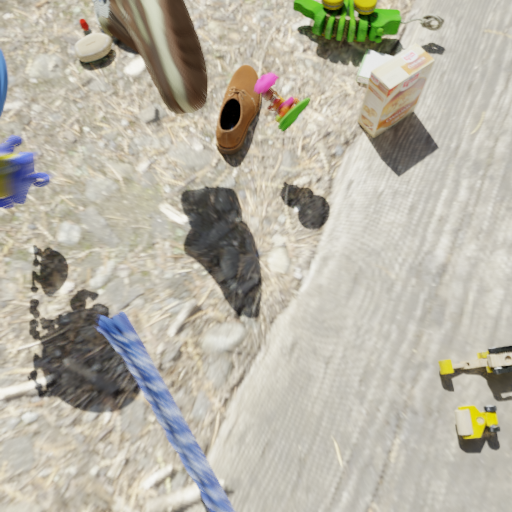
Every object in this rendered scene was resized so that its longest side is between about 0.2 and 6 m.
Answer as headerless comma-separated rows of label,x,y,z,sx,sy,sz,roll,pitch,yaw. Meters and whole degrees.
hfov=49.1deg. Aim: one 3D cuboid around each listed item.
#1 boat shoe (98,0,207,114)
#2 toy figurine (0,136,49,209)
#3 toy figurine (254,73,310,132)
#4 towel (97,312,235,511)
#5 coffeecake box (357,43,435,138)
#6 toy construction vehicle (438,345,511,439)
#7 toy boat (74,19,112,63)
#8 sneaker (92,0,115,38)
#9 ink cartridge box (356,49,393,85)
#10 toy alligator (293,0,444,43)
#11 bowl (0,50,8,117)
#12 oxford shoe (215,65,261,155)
boat shoe,-1.668,-3.482,8.278,1.189,1.187,3.214,-19,81,19
toy figurine,-3.795,-1.156,8.449,1.455,1.281,2.428,0,44,-3
toy figurine,0.360,-2.754,9.818,0.731,0.974,0.896,-41,87,-10
towel,-0.869,1.875,5.998,0.308,1.869,2.581,-29,76,-13
coffeecake box,2.706,-3.212,11.008,1.161,1.513,0.553,-34,71,-14
toy construction vehicle,3.988,2.271,9.179,1.736,0.611,1.511,-10,78,-1
toy boat,-3.611,-4.707,12.302,0.836,0.462,0.994,-23,76,-5
sneaker,-3.331,-6.003,12.439,1.047,1.157,2.716,-26,69,-11
ink cartridge box,2.766,-3.961,12.028,1.067,0.256,0.777,19,68,8
toy alligator,2.370,-4.985,12.082,3.298,0.978,0.895,11,67,5
bowl,-3.902,-2.054,6.870,1.798,0.353,1.798,-1,85,16
oxford shoe,-0.340,-3.148,11.408,0.772,0.772,2.165,8,65,5
